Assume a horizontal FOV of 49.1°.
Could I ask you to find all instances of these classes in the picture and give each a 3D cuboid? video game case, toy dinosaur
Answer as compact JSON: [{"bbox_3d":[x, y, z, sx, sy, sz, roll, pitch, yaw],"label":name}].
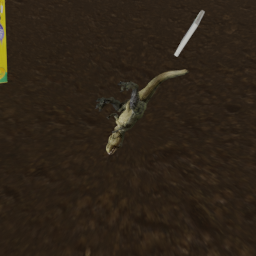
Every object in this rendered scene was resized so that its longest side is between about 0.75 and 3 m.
[{"bbox_3d":[1.316,-2.029,6.008,0.097,0.828,0.753,31,47,-2],"label":"video game case"},{"bbox_3d":[0.035,-0.353,4.074,0.757,1.718,0.408,23,28,-40],"label":"toy dinosaur"}]

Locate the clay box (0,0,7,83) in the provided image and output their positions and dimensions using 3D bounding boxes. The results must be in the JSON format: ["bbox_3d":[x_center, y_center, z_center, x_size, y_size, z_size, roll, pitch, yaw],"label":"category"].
[{"bbox_3d":[-3.736,-2.036,6.838,0.633,2.661,1.529,10,18,19],"label":"clay box"}]
